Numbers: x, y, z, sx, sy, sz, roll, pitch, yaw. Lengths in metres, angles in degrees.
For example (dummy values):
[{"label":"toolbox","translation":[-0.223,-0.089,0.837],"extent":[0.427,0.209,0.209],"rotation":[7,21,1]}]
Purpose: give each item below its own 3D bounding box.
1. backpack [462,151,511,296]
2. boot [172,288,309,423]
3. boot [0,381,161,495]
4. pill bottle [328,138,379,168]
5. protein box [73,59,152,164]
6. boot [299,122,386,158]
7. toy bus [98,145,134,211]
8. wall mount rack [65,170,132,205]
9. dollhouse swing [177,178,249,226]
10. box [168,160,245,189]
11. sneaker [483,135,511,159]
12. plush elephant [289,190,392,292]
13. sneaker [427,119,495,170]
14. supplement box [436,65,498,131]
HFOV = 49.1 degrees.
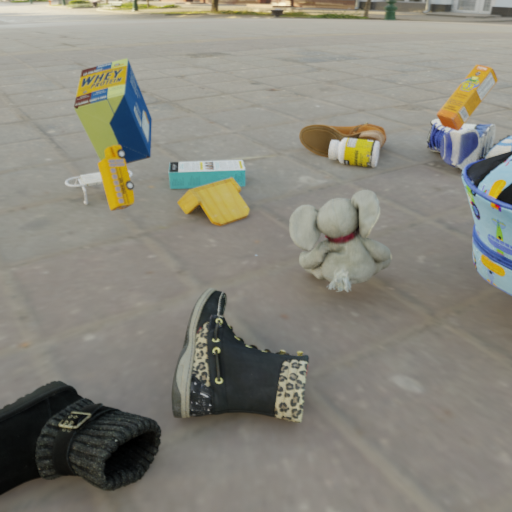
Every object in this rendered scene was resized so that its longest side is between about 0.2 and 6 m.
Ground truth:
[{"label":"backpack","translation":[4.630,-0.238,7.282],"extent":[3.881,2.611,3.543],"rotation":[-16,33,-29]},{"label":"boot","translation":[-0.116,1.179,6.721],"extent":[1.481,0.708,1.960],"rotation":[5,35,5]},{"label":"boot","translation":[-1.968,1.945,5.256],"extent":[1.425,0.717,1.906],"rotation":[17,32,27]},{"label":"pill bottle","translation":[2.373,-2.521,13.600],"extent":[1.151,0.640,0.640],"rotation":[10,30,17]},{"label":"protein box","translation":[-2.597,-2.639,10.395],"extent":[0.927,1.364,1.374],"rotation":[-13,45,3]},{"label":"boot","translation":[2.325,-3.172,14.651],"extent":[2.147,0.823,1.667],"rotation":[4,24,18]},{"label":"toy bus","translation":[-1.985,-1.106,7.921],"extent":[0.343,0.876,0.285],"rotation":[-15,-1,-41]},{"label":"wall mount rack","translation":[-3.380,-1.548,12.003],"extent":[1.398,0.521,1.215],"rotation":[-13,34,-22]},{"label":"dollhouse swing","translation":[-0.809,-0.950,11.180],"extent":[1.040,0.915,0.945],"rotation":[-22,-6,-34]},{"label":"box","translation":[-1.097,-1.826,12.547],"extent":[1.679,0.413,0.691],"rotation":[-3,29,-5]},{"label":"sneaker","translation":[6.640,-2.434,13.318],"extent":[2.365,0.850,0.857],"rotation":[-8,51,-1]},{"label":"plush elephant","translation":[1.243,-0.293,8.179],"extent":[1.393,1.309,1.691],"rotation":[-4,10,14]},{"label":"sneaker","translation":[4.820,-2.791,13.883],"extent":[1.473,1.030,2.551],"rotation":[16,25,34]},{"label":"supplement box","translation":[2.874,-2.157,7.627],"extent":[0.895,0.308,0.298],"rotation":[-51,43,-3]}]
